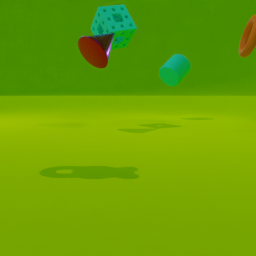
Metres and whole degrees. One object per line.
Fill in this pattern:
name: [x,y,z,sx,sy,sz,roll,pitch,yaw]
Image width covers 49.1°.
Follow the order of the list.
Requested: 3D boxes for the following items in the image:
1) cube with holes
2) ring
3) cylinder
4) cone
cube with holes: [-0.495,-3.319,9.317,0.982,0.982,0.982,-19,-14,-28]
ring: [3.857,-2.897,8.839,0.267,1.334,1.334,15,9,4]
cylinder: [1.979,-2.434,11.806,0.984,0.984,0.984,8,47,48]
cone: [-0.724,-2.529,8.321,1.077,1.077,1.081,7,50,46]
